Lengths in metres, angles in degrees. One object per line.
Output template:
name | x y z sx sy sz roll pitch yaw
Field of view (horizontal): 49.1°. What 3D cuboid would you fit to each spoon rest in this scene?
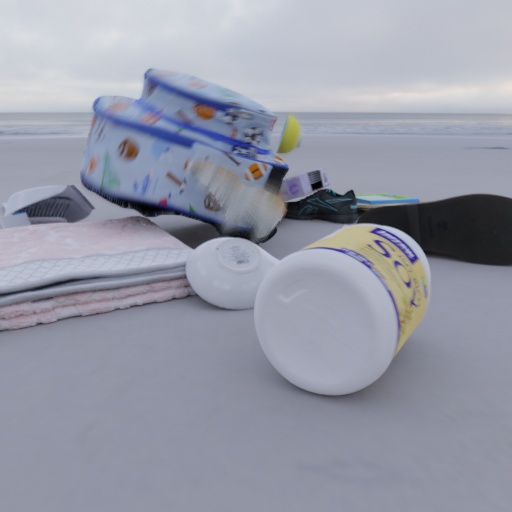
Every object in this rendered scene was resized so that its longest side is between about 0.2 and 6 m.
spoon rest | 0.250 0.158 8.131 2.576 0.781 1.280 -9 48 -20

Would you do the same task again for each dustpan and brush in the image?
dustpan and brush | -4.823 -0.790 11.520 2.604 0.745 1.818 -4 -12 -2

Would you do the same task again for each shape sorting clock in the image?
shape sorting clock | 3.054 -1.282 14.025 2.105 0.413 2.105 1 13 0

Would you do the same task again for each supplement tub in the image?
supplement tub | 1.007 0.442 5.877 1.415 1.415 1.947 8 18 28

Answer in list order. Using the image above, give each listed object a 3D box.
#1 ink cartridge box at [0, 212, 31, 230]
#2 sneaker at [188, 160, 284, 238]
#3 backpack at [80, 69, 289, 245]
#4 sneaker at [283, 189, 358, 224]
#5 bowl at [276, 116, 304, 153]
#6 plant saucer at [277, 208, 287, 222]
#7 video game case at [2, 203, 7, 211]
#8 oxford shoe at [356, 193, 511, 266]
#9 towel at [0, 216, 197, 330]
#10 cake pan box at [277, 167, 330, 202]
ink cartridge box | -4.772 -0.446 10.447 0.917 0.387 0.669 -22 5 25
sneaker | -0.427 -0.901 9.063 1.721 0.754 0.651 31 21 4
backpack | -1.436 -1.991 10.777 3.614 2.923 3.795 6 14 -16
sneaker | 1.473 -1.230 13.233 1.947 0.772 0.734 5 18 23
bowl | 0.781 -2.613 12.341 0.452 0.840 0.840 18 14 -5
plant saucer | 0.045 -0.876 12.744 1.337 0.245 1.337 -7 13 2
video game case | -5.839 -1.285 14.562 1.322 0.146 1.204 -8 18 -28
oxford shoe | 3.617 -0.562 10.092 3.406 1.215 1.214 5 12 24
towel | -2.977 0.071 8.764 3.929 0.633 3.753 -9 17 -31
cake pan box | 0.617 -1.637 14.045 2.148 0.562 1.979 -12 10 29
